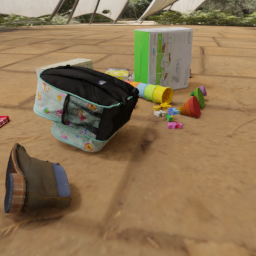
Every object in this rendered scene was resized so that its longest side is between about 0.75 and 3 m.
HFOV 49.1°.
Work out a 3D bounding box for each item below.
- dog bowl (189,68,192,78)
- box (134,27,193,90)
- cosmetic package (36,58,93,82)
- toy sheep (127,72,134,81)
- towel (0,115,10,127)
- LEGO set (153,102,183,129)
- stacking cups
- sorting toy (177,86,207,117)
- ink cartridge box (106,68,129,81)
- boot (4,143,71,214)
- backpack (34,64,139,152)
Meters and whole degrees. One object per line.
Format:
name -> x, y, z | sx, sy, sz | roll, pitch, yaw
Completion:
dog bowl -> 2.916, -3.140, 15.617 | 1.320, 0.487, 1.320 | 1, 25, 0
box -> 1.630, -3.167, 12.989 | 2.427, 2.750, 1.330 | -14, 28, -26
cosmetic package -> -2.782, -2.281, 12.769 | 0.932, 1.380, 2.623 | 15, 28, 33
toy sheep -> 0.348, -2.516, 14.190 | 0.845, 0.583, 0.583 | 6, 26, 18
towel -> -4.960, -0.054, 9.362 | 1.261, 0.196, 1.743 | 4, 25, 10
LEGO set -> 1.257, -0.512, 9.865 | 0.649, 0.603, 1.582 | -9, 25, -18
stacking cups -> 0.745, -1.656, 12.129 | 0.779, 0.779, 2.576 | -21, 31, -37
sorting toy -> 2.509, -1.058, 11.131 | 0.840, 0.846, 2.439 | -14, 18, 30
ink cartridge box -> -0.814, -2.915, 15.275 | 1.723, 0.405, 1.703 | 2, 25, 1
boot -> -2.111, 1.109, 6.404 | 1.225, 0.944, 2.528 | 11, 18, -25
backpack -> -1.353, -0.720, 8.339 | 2.720, 2.085, 2.391 | 28, 31, 9
